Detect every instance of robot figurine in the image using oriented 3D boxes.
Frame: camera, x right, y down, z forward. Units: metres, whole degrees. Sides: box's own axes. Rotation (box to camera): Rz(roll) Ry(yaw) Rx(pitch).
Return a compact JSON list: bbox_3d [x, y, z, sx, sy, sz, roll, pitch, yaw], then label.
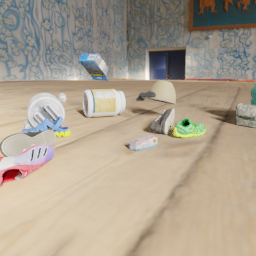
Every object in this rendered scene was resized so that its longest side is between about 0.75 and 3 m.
[{"bbox_3d":[-3.216,-0.652,10.937,2.027,1.350,2.390,-38,22,-9],"label":"robot figurine"}]

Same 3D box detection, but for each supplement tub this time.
[{"bbox_3d":[-1.165,-1.195,13.478,1.828,1.322,1.322,-4,13,-22],"label":"supplement tub"}]

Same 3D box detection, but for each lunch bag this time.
[{"bbox_3d":[4.978,-0.529,11.483,0.738,0.888,1.059,-9,15,-35],"label":"lunch bag"}]

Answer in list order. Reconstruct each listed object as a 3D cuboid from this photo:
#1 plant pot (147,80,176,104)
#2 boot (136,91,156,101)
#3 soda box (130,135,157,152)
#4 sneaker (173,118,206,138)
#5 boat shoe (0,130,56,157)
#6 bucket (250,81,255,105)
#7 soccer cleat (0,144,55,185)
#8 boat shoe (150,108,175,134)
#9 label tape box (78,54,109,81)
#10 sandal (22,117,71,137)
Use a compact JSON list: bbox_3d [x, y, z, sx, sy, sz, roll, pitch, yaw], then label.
[{"bbox_3d":[1.604,-1.681,12.919,1.365,0.917,1.365,12,3,-1],"label":"plant pot"},{"bbox_3d":[0.730,-1.281,11.476,0.752,0.262,0.495,-1,-21,-18],"label":"boot"},{"bbox_3d":[0.475,0.448,8.420,0.927,0.317,0.295,-11,17,-41],"label":"soda box"},{"bbox_3d":[2.212,-0.033,9.854,1.514,0.633,0.561,-9,15,-38],"label":"sneaker"},{"bbox_3d":[-2.833,0.452,7.783,0.596,0.699,2.091,-8,4,22],"label":"boat shoe"},{"bbox_3d":[6.401,-1.197,11.305,2.434,2.434,1.583,-2,21,-7],"label":"bucket"},{"bbox_3d":[-2.330,0.845,6.335,0.708,0.618,1.852,38,25,24],"label":"soccer cleat"},{"bbox_3d":[1.391,-0.330,10.917,0.654,0.767,2.294,8,18,15],"label":"boat shoe"},{"bbox_3d":[-1.569,-2.955,13.648,1.044,0.458,1.448,11,-25,33],"label":"label tape box"},{"bbox_3d":[-2.810,-0.007,9.628,1.620,0.705,0.644,-8,16,-24],"label":"sandal"}]
